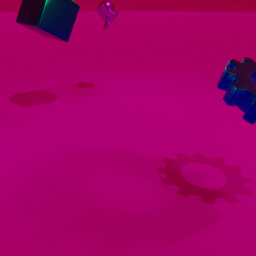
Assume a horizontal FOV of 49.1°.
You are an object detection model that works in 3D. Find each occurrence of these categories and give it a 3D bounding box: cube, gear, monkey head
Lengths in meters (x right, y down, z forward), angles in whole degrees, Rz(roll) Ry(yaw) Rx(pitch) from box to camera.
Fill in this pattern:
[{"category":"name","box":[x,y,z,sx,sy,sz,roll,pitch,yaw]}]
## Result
[{"category":"cube","box":[-2.577,-3.691,9.054,1.274,1.274,1.274,23,6,35]},{"category":"gear","box":[2.535,-0.572,4.890,1.895,0.350,1.895,10,41,-9]},{"category":"monkey head","box":[-0.873,-4.356,10.737,0.814,0.972,1.351,33,16,-17]}]
